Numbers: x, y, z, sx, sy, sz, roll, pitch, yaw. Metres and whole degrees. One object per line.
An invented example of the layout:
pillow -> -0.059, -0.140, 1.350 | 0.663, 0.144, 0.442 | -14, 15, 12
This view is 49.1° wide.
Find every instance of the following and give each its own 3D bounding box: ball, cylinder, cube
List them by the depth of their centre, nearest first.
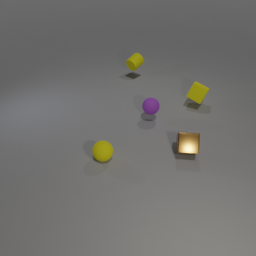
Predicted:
ball -> -0.846, 0.769, 9.372 | 0.700, 0.700, 0.700 | 0, 33, 0
cube -> 2.027, 0.537, 9.558 | 0.700, 0.700, 0.700 | 3, -6, 5
ball -> 0.934, -0.887, 11.386 | 0.700, 0.700, 0.700 | 0, 33, 0
cube -> 3.099, -1.571, 12.409 | 0.700, 0.700, 0.700 | 31, 22, 11
cylinder -> 0.370, -3.536, 14.989 | 0.700, 0.700, 0.700 | 27, 61, 35
